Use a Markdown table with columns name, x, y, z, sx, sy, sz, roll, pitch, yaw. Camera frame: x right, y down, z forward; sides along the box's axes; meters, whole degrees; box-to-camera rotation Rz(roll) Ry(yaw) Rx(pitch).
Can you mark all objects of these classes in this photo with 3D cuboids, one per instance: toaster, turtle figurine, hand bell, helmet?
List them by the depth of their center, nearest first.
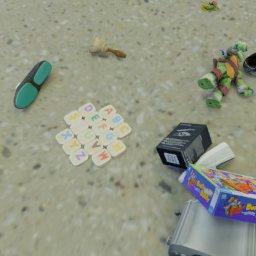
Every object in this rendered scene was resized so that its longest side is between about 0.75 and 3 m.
| name | x | y | z | sx | sy | sz | roll | pitch | yaw |
| --- | --- | --- | --- | --- | --- | --- | --- | --- | --- |
| toaster | 2.361 | 2.945 | 7.381 | 2.517 | 1.430 | 1.626 | 14 | 57 | 15 |
| turtle figurine | 4.020 | -1.977 | 10.173 | 2.729 | 1.964 | 2.646 | 37 | 69 | 24 |
| helmet | 5.031 | -2.532 | 11.176 | 0.830 | 0.791 | 0.830 | 32 | 39 | -31 |
| hand bell | -0.785 | -3.312 | 11.860 | 1.529 | 0.796 | 0.796 | 19 | 59 | -3 |

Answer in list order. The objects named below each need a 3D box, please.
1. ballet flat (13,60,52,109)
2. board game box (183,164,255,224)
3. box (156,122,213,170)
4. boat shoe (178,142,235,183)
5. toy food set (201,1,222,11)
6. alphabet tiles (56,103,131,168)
| name | x | y | z | sx | sy | sz | roll | pitch | yaw |
| --- | --- | --- | --- | --- | --- | --- | --- | --- | --- |
| ballet flat | -3.743 | -1.665 | 10.737 | 0.827 | 0.827 | 2.263 | 21 | 67 | 13 |
| board game box | 3.126 | 1.804 | 7.419 | 2.803 | 1.884 | 0.627 | 13 | 100 | -13 |
| box | 1.789 | 0.533 | 8.842 | 1.456 | 0.759 | 1.077 | -39 | 28 | -30 |
| boat shoe | 2.553 | 1.257 | 8.929 | 2.093 | 0.753 | 0.717 | -28 | 66 | -24 |
| toy food set | 4.058 | -6.010 | 13.621 | 0.955 | 0.312 | 0.562 | -11 | 59 | -7 |
| alphabet tiles | -1.203 | 0.180 | 9.854 | 2.395 | 0.179 | 2.449 | -30 | 63 | -18 |
